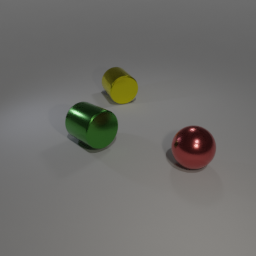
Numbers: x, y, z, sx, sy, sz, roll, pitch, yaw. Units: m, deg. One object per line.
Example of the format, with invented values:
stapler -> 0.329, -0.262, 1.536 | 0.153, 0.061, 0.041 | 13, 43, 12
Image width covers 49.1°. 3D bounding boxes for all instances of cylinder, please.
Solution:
cylinder -> -1.310, -0.122, 10.086 | 1.400, 1.400, 1.400 | -25, 33, -36
cylinder -> -0.408, -2.060, 13.473 | 1.400, 1.400, 1.400 | -12, 33, -19

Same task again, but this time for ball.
ball -> 2.096, 0.615, 8.978 | 1.400, 1.400, 1.400 | 0, 31, 0
